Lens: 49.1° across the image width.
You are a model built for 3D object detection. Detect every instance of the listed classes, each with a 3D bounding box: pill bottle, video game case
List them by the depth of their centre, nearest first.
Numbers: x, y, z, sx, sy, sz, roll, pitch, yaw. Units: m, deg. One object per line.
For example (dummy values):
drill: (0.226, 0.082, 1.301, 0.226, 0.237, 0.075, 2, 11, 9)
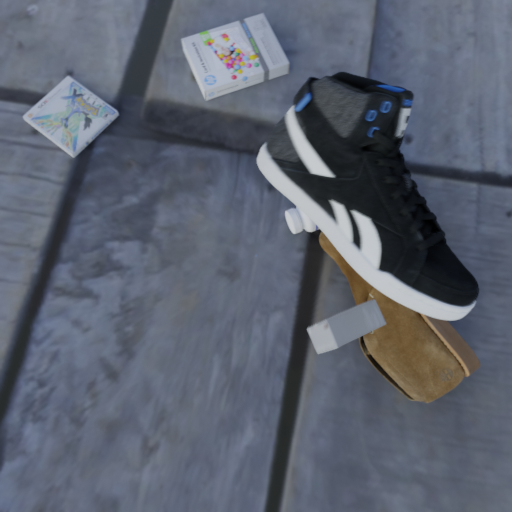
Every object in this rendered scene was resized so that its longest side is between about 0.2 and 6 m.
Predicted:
pill bottle: (1.095, -0.789, 10.092, 1.077, 0.603, 0.603, -21, 71, -7)
video game case: (-3.663, -2.773, 11.078, 1.398, 0.154, 1.274, 37, 74, 12)

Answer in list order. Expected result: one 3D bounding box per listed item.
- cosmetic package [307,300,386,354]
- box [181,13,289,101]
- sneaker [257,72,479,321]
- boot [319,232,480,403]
cosmetic package: (1.269, 0.994, 7.878, 0.981, 0.524, 0.442, -21, 83, -31)
box: (-0.434, -4.088, 11.468, 1.827, 0.376, 1.424, -20, 71, -7)
sneaker: (1.638, -0.913, 6.828, 3.458, 1.934, 1.263, 42, 37, 14)
boot: (2.006, 0.884, 9.214, 1.281, 1.250, 3.395, -39, 76, -2)
